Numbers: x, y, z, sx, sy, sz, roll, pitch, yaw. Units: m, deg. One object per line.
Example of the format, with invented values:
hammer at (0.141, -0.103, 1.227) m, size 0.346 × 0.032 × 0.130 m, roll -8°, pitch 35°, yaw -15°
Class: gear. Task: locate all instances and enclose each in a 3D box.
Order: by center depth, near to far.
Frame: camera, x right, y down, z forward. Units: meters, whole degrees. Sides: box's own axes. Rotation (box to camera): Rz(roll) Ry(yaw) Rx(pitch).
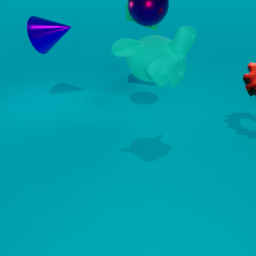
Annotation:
gear at (3.927, -1.392, 7.361) m, size 1.645 × 0.304 × 1.645 m, roll -22°, pitch 47°, yaw 26°

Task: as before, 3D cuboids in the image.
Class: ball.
ball at (0.569, -3.489, 7.912) m, size 1.177 × 1.177 × 1.177 m, roll 0°, pitch 28°, yaw 0°

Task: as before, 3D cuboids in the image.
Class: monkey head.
monkey head at (0.612, -1.419, 5.208) m, size 1.757 × 1.264 × 1.059 m, roll -7°, pitch 44°, yaw -44°

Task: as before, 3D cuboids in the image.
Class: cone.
cone at (-2.541, -3.368, 9.743) m, size 1.332 × 1.327 × 1.327 m, roll -7°, pitch 25°, yaw 19°

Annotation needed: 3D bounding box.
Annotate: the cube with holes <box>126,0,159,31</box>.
cube with holes at (0.734, -4.630, 10.346) m, size 1.288 × 1.288 × 1.288 m, roll 20°, pitch -1°, yaw 0°
